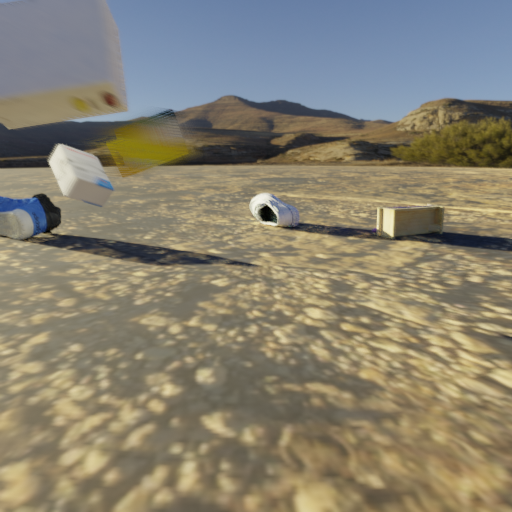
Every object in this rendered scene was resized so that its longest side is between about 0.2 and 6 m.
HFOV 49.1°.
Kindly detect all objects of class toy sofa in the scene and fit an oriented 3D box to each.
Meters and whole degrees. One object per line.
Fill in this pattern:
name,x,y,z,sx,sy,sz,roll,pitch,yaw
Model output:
toy sofa,3.578,-0.847,13.253,1.663,0.689,0.812,-6,14,-27

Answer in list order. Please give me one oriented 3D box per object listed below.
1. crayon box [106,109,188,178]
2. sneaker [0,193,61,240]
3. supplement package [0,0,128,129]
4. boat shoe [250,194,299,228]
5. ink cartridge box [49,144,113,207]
crayon box,-1.435,-1.473,7.361,0.950,0.603,0.241,-22,45,-6
sneaker,-5.653,-1.021,13.386,2.408,0.924,1.340,13,23,35
supplement package,-3.062,-2.910,8.402,1.916,1.492,1.062,-9,-10,-1
boat shoe,0.294,-1.226,14.845,0.703,0.775,2.107,-6,14,-31
ink cartridge box,-3.158,-1.451,10.099,0.785,0.453,1.075,15,30,-45
